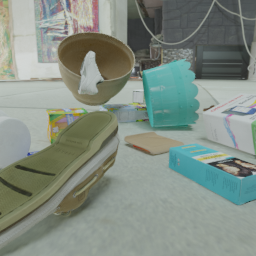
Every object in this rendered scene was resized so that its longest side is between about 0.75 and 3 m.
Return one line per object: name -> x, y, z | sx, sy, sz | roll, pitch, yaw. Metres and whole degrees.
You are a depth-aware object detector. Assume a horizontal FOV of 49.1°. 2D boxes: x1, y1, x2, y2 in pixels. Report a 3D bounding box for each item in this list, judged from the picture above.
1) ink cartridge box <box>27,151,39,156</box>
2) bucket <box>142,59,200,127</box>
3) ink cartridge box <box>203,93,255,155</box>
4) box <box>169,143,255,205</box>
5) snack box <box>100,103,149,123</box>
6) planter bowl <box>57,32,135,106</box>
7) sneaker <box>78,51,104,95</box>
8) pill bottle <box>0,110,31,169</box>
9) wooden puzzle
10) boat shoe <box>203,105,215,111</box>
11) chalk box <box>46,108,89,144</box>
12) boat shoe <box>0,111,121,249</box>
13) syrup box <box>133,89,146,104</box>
ink cartridge box -> -1.344, 0.690, 6.209 | 1.606, 0.355, 0.755 | -6, 13, -26
bucket -> 1.459, -1.165, 10.107 | 1.582, 2.432, 2.432 | -9, 13, -1
ink cartridge box -> 3.461, -0.151, 7.624 | 1.666, 1.003, 2.293 | -25, 20, -19
box -> 1.671, 0.797, 5.449 | 0.800, 0.478, 1.945 | -7, 14, -27
snack box -> -0.178, -0.645, 11.635 | 1.762, 0.596, 1.486 | -6, 14, -18
planter bowl -> -1.331, -2.135, 11.068 | 2.908, 1.957, 2.908 | 7, 51, -9
sneaker -> -1.145, -1.728, 9.042 | 0.771, 1.552, 0.605 | 12, -18, -19
pill bottle -> -3.409, 0.182, 6.140 | 2.503, 1.405, 1.405 | 7, 14, 28
wooden puzzle -> 0.709, 0.431, 7.756 | 1.195, 0.241, 1.292 | -8, 20, -34
boat shoe -> 4.076, -0.942, 13.536 | 1.012, 0.342, 0.364 | -4, 13, -16
chalk box -> -1.648, -0.097, 8.448 | 1.473, 0.912, 0.916 | -6, 14, -21
boat shoe -> -1.045, 0.830, 4.162 | 1.068, 0.978, 2.858 | 16, 40, 36
syrup box -> 1.307, -1.790, 16.305 | 1.990, 0.783, 0.810 | 7, 14, 29
